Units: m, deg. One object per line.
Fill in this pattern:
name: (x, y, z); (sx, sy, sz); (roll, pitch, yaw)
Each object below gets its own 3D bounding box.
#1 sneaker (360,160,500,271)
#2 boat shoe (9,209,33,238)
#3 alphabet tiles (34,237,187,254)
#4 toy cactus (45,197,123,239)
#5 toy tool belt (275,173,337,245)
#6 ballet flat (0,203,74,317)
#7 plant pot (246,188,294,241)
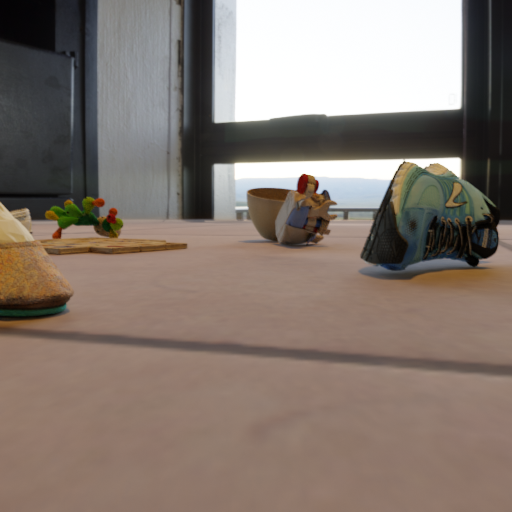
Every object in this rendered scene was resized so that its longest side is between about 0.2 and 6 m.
sneaker: (2.559, -0.497, 7.543); (1.479, 1.289, 3.288); (30, 30, 24)
boat shoe: (-6.224, -0.838, 12.453); (1.052, 1.214, 2.847); (3, 5, 32)
alphabet tiles: (-3.496, -0.233, 11.797); (3.870, 0.146, 3.235); (4, 6, 37)
toy cactus: (-4.283, -0.808, 14.786); (2.387, 1.220, 1.969); (-1, -15, 23)
toy tool belt: (1.233, -0.985, 12.345); (1.185, 1.204, 1.929); (9, -42, -16)
ballet flat: (-2.583, -0.072, 4.820); (2.763, 0.929, 0.940); (4, 6, 36)
plant pot: (0.561, -1.023, 14.317); (1.714, 1.151, 1.714); (5, 17, -1)
